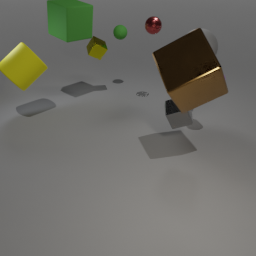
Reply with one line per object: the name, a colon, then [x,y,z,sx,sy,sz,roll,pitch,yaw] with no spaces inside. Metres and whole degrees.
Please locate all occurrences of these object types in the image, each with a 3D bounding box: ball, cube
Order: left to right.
cube: [-2.488,-4.662,12.081,1.400,1.400,1.400,31,41,32]
cube: [-1.497,-3.838,13.464,0.700,0.700,0.700,16,41,-35]
ball: [-0.382,-4.753,13.904,0.700,0.700,0.700,0,29,0]
ball: [1.040,-4.206,11.490,0.700,0.700,0.700,0,29,0]
cube: [1.645,-0.505,9.044,0.700,0.700,0.700,-15,43,21]
cube: [1.690,-1.487,7.566,1.400,1.400,1.400,-25,61,16]
ball: [2.669,-3.021,10.579,1.400,1.400,1.400,0,29,0]

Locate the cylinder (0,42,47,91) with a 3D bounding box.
cylinder: [-4.275,-2.482,11.389,1.400,1.400,1.400,-46,42,-5]
